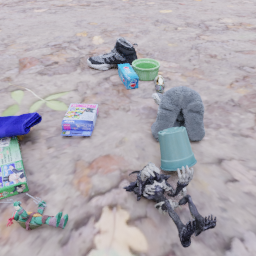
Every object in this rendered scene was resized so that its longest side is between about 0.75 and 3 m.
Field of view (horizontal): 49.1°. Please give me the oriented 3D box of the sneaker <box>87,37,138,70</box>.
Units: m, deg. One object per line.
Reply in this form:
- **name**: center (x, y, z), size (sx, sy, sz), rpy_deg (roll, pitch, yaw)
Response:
- **sneaker**: center (-0.786, -3.894, 14.563), size (2.790, 1.588, 1.053), rpy_deg (5, 36, 6)

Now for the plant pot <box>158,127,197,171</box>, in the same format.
- **plant pot**: center (1.420, 0.580, 8.420), size (1.118, 1.095, 1.118), rpy_deg (-12, 8, 2)

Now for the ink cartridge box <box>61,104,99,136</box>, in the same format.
- **ink cartridge box**: center (-1.802, -0.349, 10.582), size (1.140, 0.401, 1.911), rpy_deg (2, 34, 2)

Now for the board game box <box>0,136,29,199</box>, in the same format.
- **board game box**: center (-4.115, 1.182, 8.544), size (1.716, 0.371, 2.550), rpy_deg (-15, 39, -19)

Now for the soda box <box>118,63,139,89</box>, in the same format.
- **soda box**: center (-0.007, -2.515, 13.531), size (0.591, 0.559, 1.743), rpy_deg (-9, 37, -13)

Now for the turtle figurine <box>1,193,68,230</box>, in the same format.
- **turtle figurine**: center (-2.317, 2.141, 6.938), size (1.522, 0.766, 1.139), rpy_deg (10, -4, 11)

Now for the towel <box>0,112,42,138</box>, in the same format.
- **towel**: center (-4.099, -0.099, 9.566), size (1.939, 0.480, 1.432), rpy_deg (-8, 20, 10)

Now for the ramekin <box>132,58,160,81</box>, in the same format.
- **ramekin**: center (0.891, -2.896, 13.959), size (1.380, 0.674, 1.380), rpy_deg (0, 36, 0)

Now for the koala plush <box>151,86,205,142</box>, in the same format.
- **koala plush**: center (1.786, -0.786, 10.241), size (1.898, 1.967, 2.140), rpy_deg (1, 24, 1)

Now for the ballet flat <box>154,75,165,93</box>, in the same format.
- **ballet flat**: center (1.510, -2.184, 13.143), size (0.511, 0.511, 1.420), rpy_deg (1, 35, 1)

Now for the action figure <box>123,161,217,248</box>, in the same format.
- **action figure**: center (0.978, 1.542, 7.130), size (1.629, 1.399, 2.741), rpy_deg (-4, 29, -32)
